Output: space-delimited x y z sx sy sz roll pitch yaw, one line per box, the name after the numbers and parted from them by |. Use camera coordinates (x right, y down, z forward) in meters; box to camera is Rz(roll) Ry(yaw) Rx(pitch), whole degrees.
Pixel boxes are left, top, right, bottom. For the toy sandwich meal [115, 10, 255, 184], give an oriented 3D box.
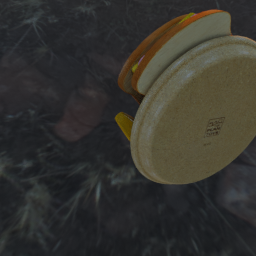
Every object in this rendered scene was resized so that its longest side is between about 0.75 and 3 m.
0.750 -0.226 3.249 2.092 2.092 0.717 -23 42 -15 | toy sandwich meal
